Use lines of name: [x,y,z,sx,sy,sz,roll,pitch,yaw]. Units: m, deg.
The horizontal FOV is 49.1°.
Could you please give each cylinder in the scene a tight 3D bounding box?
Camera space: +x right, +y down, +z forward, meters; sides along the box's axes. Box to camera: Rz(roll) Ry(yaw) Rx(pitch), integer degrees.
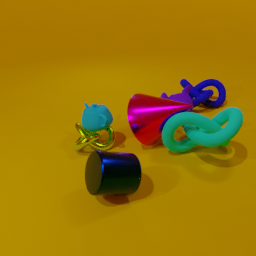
cylinder: [-0.320,0.942,5.829,0.899,0.899,0.899,7,24,-30]

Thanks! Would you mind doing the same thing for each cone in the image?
cone: [1.018,-0.394,7.251,1.488,1.483,1.483,-16,16,39]

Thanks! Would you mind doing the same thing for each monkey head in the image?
monkey head: [1.508,-0.729,8.584,0.868,1.037,1.441,0,67,33]

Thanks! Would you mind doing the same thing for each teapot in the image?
teapot: [-0.858,-0.337,7.431,0.847,0.667,1.362,-21,27,-24]

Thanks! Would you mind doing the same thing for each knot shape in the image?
knot shape: [1.978,0.077,7.223,1.984,0.917,1.856,-11,-9,25]
knot shape: [-0.905,0.228,7.621,1.130,0.558,1.208,2,28,-5]
knot shape: [2.496,-1.154,9.759,1.678,0.775,1.570,17,38,22]
